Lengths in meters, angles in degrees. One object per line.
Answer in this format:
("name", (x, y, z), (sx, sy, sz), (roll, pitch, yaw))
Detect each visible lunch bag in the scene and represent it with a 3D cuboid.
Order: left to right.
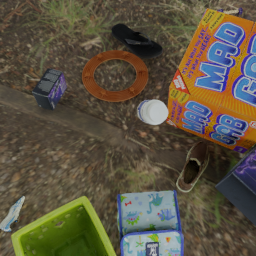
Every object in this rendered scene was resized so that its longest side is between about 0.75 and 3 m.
("lunch bag", (0.543, 2.661, 7.319), (1.608, 1.205, 1.891), (-3, 70, -3))

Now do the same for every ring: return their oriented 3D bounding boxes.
("ring", (-0.488, -2.067, 10.567), (2.517, 0.242, 2.517), (0, 60, 0))

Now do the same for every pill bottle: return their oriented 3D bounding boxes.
("pill bottle", (0.602, -0.389, 6.779), (0.593, 1.069, 0.593), (-1, 96, -10))

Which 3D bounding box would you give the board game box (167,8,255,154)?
("board game box", (2.851, -1.211, 8.102), (2.614, 2.614, 2.616), (23, 75, 13))

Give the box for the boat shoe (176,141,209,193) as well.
("boat shoe", (2.057, 1.093, 8.465), (0.667, 0.668, 1.805), (22, 62, 13))

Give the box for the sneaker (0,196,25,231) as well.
("sneaker", (-3.202, 2.412, 7.924), (0.373, 0.370, 1.030), (33, 56, -14))

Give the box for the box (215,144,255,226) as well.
("box", (4.190, 1.334, 7.803), (2.708, 1.413, 2.004), (-39, 71, -20))

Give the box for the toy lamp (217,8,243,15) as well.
("toy lamp", (4.402, -5.074, 12.279), (1.153, 0.336, 0.336), (-6, 60, -7))

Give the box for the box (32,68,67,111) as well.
("box", (-2.710, -1.345, 9.784), (0.609, 0.863, 1.167), (17, 62, 9))

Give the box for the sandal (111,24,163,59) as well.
("sandal", (0.290, -3.550, 11.258), (2.442, 0.523, 0.928), (34, 65, 18))

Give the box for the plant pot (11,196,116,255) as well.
("plant pot", (-1.357, 3.068, 6.700), (1.911, 1.734, 1.901), (-25, 63, -14))
